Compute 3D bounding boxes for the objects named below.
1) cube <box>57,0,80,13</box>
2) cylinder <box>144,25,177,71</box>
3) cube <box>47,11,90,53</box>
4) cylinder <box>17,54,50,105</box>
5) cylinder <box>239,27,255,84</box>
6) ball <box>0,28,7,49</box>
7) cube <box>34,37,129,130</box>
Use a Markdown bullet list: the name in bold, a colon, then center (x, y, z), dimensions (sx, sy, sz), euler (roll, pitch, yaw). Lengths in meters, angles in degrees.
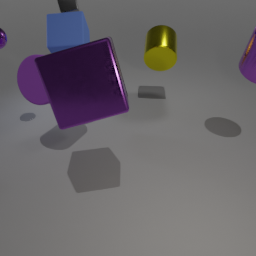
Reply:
- **cube**: center (-2.390, -4.939, 11.283), dimensions (0.700, 0.700, 0.700), euler (-16, 5, 1)
- **cylinder**: center (1.410, -3.423, 12.058), dimensions (1.400, 1.400, 1.400), euler (3, 56, 5)
- **cube**: center (-2.312, -3.547, 11.069), dimensions (1.400, 1.400, 1.400), euler (-4, -12, 2)
- **cylinder**: center (-2.302, -1.464, 8.409), dimensions (1.400, 1.400, 1.400), euler (11, 16, 18)
- **cylinder**: center (4.174, -2.203, 8.201), dimensions (1.400, 1.400, 1.400), euler (1, 56, -1)
- **ball**: center (-4.112, -2.785, 8.660), dimensions (0.700, 0.700, 0.700), euler (0, 32, 0)
- **cube**: center (-0.836, -0.973, 5.727), dimensions (1.400, 1.400, 1.400), euler (-15, 19, 3)
